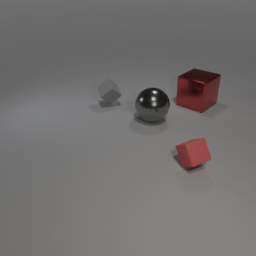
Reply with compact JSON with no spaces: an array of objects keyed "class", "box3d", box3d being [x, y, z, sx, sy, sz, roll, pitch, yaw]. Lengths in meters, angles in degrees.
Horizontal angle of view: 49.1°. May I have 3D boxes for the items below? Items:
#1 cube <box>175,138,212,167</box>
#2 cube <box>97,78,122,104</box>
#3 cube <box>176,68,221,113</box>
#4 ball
[{"class":"cube","box3d":[2.003,0.750,8.618,0.700,0.700,0.700,-18,-1,-18]},{"class":"cube","box3d":[-0.826,-1.636,12.501,0.700,0.700,0.700,-35,51,18]},{"class":"cube","box3d":[3.170,-1.733,12.702,1.400,1.400,1.400,24,40,36]},{"class":"ball","box3d":[0.985,-0.932,11.290,1.400,1.400,1.400,0,30,0]}]
